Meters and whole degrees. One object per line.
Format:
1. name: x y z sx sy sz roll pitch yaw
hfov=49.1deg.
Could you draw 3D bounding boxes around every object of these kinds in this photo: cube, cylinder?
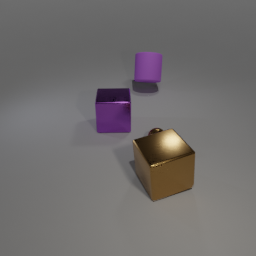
1. cube: -0.594 -0.746 11.668 1.400 1.400 1.400 -1 31 -2
2. cube: 1.072 1.083 8.544 1.400 1.400 1.400 -16 34 -14
3. cylinder: 1.048 -3.113 14.531 1.400 1.400 1.400 3 5 0

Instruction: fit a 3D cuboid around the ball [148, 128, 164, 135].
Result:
1. ball: 1.085 0.333 10.544 0.700 0.700 0.700 0 31 0
